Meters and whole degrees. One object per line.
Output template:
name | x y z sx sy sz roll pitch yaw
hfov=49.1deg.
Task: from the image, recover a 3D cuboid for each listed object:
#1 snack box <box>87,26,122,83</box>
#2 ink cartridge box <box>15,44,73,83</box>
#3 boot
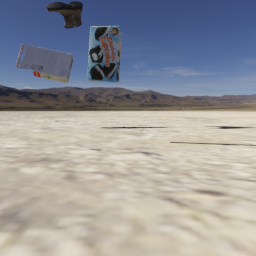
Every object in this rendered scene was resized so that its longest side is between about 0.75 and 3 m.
snack box | -0.469 -1.475 5.632 0.631 1.087 0.202 4 3 16
ink cartridge box | -2.923 -2.279 9.912 1.796 0.978 0.452 11 -16 -7
boot | -2.393 -4.256 10.711 1.469 0.967 0.513 -13 53 -27
